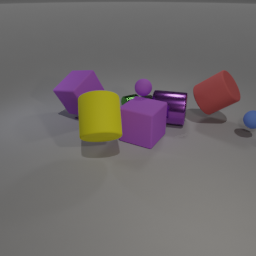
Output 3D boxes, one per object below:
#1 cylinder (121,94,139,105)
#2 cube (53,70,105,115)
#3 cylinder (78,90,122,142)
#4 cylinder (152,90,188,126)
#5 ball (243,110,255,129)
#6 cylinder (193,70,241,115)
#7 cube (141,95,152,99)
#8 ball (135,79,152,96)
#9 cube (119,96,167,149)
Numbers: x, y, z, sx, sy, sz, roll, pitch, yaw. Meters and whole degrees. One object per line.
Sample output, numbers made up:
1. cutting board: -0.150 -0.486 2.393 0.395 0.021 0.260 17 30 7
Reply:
1. cylinder: 0.133 -1.230 13.404 0.700 0.700 0.700 -15 31 -26
2. cube: -2.037 -1.520 12.095 1.400 1.400 1.400 9 51 40
3. cylinder: -0.939 -0.353 9.350 1.400 1.400 1.400 -5 -14 -1
4. cylinder: 1.763 -0.866 11.942 1.400 1.400 1.400 7 28 12
5. ball: 4.780 -0.322 10.704 0.700 0.700 0.700 0 28 0
6. cylinder: 3.678 -1.457 11.635 1.400 1.400 1.400 -28 8 38
7. cube: 0.926 -1.059 13.062 0.700 0.700 0.700 -13 32 -24
8. ball: 0.614 -1.623 11.224 0.700 0.700 0.700 0 28 0
9. cube: 0.579 -0.253 10.798 1.400 1.400 1.400 15 31 26
